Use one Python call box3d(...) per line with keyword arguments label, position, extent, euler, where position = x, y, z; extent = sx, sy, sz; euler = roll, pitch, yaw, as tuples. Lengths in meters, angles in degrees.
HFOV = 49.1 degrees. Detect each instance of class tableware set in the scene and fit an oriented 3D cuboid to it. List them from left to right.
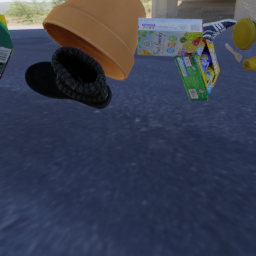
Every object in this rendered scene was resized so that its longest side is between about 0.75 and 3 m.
box3d(label="tableware set", position=(3.765, -2.800, 7.429), extent=(0.449, 2.925, 1.970), euler=(-12, 54, -18))

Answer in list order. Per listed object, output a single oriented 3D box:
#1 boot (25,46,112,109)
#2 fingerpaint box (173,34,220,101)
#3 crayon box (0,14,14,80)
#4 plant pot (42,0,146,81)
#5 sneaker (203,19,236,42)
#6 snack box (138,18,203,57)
box3d(label="boot", position=(-1.454, -1.159, 6.107), extent=(2.299, 0.865, 1.718), euler=(14, -6, 8))
box3d(label="fingerpaint box", position=(2.019, -1.834, 7.978), extent=(0.606, 1.653, 1.379), euler=(2, 48, 36))
box3d(label="crayon box", position=(-3.453, -1.911, 7.074), extent=(0.443, 1.519, 1.311), euler=(3, 51, -44))
box3d(label="plant pot", position=(-0.789, -3.121, 8.625), extent=(2.948, 2.064, 2.948), euler=(32, -4, 2))
box3d(label="sneaker", position=(2.324, -2.488, 7.175), extent=(0.851, 0.461, 0.298), euler=(-1, -2, 26))
box3d(label="snack box", position=(0.683, -1.511, 4.731), extent=(1.027, 0.272, 0.730), euler=(4, -18, 3))
